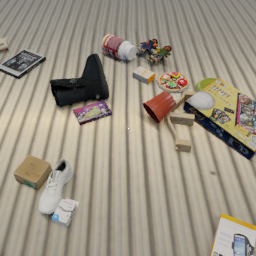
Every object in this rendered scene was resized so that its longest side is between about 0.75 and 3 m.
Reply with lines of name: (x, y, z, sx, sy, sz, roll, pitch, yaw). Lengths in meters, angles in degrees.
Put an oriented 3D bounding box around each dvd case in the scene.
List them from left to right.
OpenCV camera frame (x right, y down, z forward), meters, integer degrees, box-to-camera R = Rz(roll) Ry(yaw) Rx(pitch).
dvd case: (-4.815, -2.955, 12.736, 1.319, 0.217, 1.755, 24, 52, 20)

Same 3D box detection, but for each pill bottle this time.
pill bottle: (-0.412, -3.706, 12.974, 1.535, 0.867, 0.867, 29, 54, 26)

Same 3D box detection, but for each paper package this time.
paper package: (-2.910, 1.352, 8.619, 0.872, 0.451, 0.831, 18, 50, 15)

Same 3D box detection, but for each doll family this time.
doll family: (1.203, -3.639, 12.942, 1.214, 0.824, 2.100, -39, 61, -12)

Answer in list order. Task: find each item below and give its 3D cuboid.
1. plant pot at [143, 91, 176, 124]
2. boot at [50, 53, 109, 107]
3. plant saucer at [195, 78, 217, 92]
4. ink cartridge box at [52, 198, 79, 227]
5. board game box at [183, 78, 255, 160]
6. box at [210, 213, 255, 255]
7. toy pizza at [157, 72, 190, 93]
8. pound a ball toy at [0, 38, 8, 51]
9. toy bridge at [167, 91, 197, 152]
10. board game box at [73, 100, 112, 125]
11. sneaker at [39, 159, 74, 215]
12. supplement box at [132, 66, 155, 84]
plant pot: (1.177, -0.810, 10.097, 0.918, 0.944, 0.944, -39, 56, -8)
boot: (-2.056, -2.006, 11.320, 2.166, 0.984, 2.578, -9, 54, -13)
plant saucer: (3.501, -1.670, 11.559, 1.383, 0.215, 1.383, 0, 48, 0)
ink cartridge box: (-1.743, 2.305, 7.868, 0.453, 0.265, 0.781, 14, 49, 12)
board game box: (3.782, -0.458, 10.090, 2.010, 0.513, 2.967, -33, 59, -24)
box: (2.652, 3.088, 7.122, 0.965, 0.336, 1.620, 19, 53, 17)
toy pizza: (1.934, -2.004, 11.855, 1.391, 0.220, 1.391, 0, 47, 0)
pound a ball toy: (-6.334, -3.929, 13.516, 1.279, 0.543, 0.834, -29, 28, -24)
toy bridge: (1.922, -0.327, 10.201, 0.971, 0.393, 2.890, 8, 48, 11)
board game box: (-1.343, -0.595, 10.602, 1.283, 0.207, 0.770, -20, 46, -17)
sneaker: (-2.152, 1.647, 8.139, 0.656, 0.767, 1.762, 9, 49, 7)
supplement box: (0.676, -2.265, 12.034, 0.844, 0.310, 0.532, 30, 54, 25)
